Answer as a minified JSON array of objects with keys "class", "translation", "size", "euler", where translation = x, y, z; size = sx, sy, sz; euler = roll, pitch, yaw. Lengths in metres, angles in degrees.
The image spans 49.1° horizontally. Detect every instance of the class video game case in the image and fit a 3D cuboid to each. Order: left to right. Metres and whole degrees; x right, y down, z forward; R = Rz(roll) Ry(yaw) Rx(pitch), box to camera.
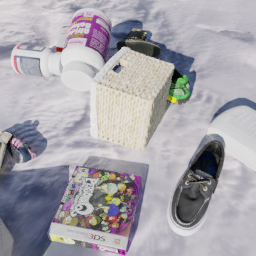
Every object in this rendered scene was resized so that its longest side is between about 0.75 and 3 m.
[{"class":"video game case","translation":[-0.689,1.822,6.558],"size":[1.750,0.346,1.931],"euler":[8,44,9]}]

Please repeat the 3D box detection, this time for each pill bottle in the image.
[{"class":"pill bottle","translation":[-3.302,-2.509,10.614],"size":[1.868,1.117,1.117],"euler":[9,44,11]},{"class":"pill bottle","translation":[-1.544,-2.829,10.231],"size":[1.598,1.598,2.846],"euler":[5,63,5]}]

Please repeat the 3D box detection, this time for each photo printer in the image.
[{"class":"photo printer","translation":[3.441,0.199,8.018],"size":[1.694,0.707,2.036],"euler":[-32,51,-28]}]

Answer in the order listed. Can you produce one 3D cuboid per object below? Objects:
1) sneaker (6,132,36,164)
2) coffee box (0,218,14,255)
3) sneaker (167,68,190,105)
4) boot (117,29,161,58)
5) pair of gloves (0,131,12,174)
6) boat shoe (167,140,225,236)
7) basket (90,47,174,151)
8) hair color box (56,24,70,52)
[{"class":"sneaker","translation":[-3.072,0.540,7.948],"size":[0.549,0.470,1.339],"euler":[-6,37,-40]},{"class":"coffee box","translation":[-3.732,2.701,5.053],"size":[2.768,1.105,1.565],"euler":[-5,43,-5]},{"class":"sneaker","translation":[1.216,-1.915,10.002],"size":[1.003,1.095,2.571],"euler":[-34,52,-30]},{"class":"boot","translation":[0.659,-3.780,12.230],"size":[1.964,0.709,1.483],"euler":[13,46,19]},{"class":"pair of gloves","translation":[-4.499,0.918,7.300],"size":[2.550,0.447,2.168],"euler":[3,50,3]},{"class":"boat shoe","translation":[1.748,1.279,6.737],"size":[0.933,0.884,2.668],"euler":[25,48,24]},{"class":"basket","translation":[0.109,-0.792,8.129],"size":[1.717,2.135,2.116],"euler":[21,47,13]},{"class":"hair color box","translation":[-2.404,-3.803,12.304],"size":[1.228,0.708,2.214],"euler":[-4,45,-3]}]
